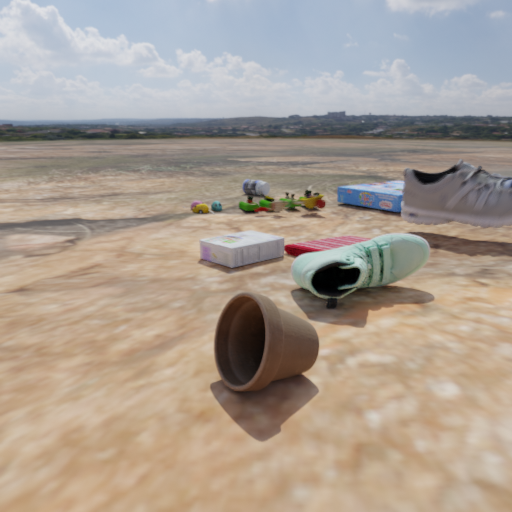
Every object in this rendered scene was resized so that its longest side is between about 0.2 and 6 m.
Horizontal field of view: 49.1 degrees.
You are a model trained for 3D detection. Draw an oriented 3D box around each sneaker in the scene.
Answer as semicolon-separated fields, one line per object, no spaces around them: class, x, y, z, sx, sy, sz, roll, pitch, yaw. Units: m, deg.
sneaker;4.017;-1.218;10.381;2.827;1.159;1.057;-2;28;29
sneaker;1.485;0.196;7.263;1.928;0.710;1.137;-11;10;-4

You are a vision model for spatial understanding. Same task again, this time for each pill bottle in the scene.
pill bottle;-0.001;-1.969;16.179;0.753;0.428;0.428;11;18;37

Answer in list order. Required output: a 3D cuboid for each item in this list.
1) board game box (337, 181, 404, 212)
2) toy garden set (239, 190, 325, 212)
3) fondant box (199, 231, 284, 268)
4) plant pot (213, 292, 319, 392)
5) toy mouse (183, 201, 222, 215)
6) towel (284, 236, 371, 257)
board game box;3.698;-1.598;14.653;2.554;0.467;1.932;-12;19;-38
toy garden set;0.662;-1.352;13.539;1.905;0.380;1.588;-6;12;-13
fondant box;-0.230;-0.131;9.289;1.171;0.341;0.845;-11;17;-41
plant pot;0.140;0.789;5.068;0.749;0.859;0.859;11;6;-36
toy mouse;-1.215;-1.233;13.764;1.124;0.217;0.999;8;17;28
towel;1.436;-0.132;9.625;1.654;0.186;1.196;-9;15;-38
